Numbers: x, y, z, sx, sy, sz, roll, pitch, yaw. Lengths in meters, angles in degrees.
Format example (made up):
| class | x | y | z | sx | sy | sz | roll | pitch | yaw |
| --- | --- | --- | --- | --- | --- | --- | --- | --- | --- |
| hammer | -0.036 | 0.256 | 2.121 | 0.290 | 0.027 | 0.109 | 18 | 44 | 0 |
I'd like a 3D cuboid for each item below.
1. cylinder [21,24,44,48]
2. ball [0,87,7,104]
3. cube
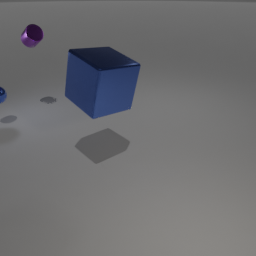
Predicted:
| class | x | y | z | sx | sy | sz | roll | pitch | yaw |
| --- | --- | --- | --- | --- | --- | --- | --- | --- | --- |
| cylinder | -3.770 | -3.610 | 11.003 | 0.700 | 0.700 | 0.700 | -23 | 7 | -36 |
| ball | -5.102 | -1.290 | 10.922 | 0.700 | 0.700 | 0.700 | 0 | 28 | 0 |
| cube | -0.729 | -1.290 | 7.657 | 1.400 | 1.400 | 1.400 | -18 | 43 | -40 |
